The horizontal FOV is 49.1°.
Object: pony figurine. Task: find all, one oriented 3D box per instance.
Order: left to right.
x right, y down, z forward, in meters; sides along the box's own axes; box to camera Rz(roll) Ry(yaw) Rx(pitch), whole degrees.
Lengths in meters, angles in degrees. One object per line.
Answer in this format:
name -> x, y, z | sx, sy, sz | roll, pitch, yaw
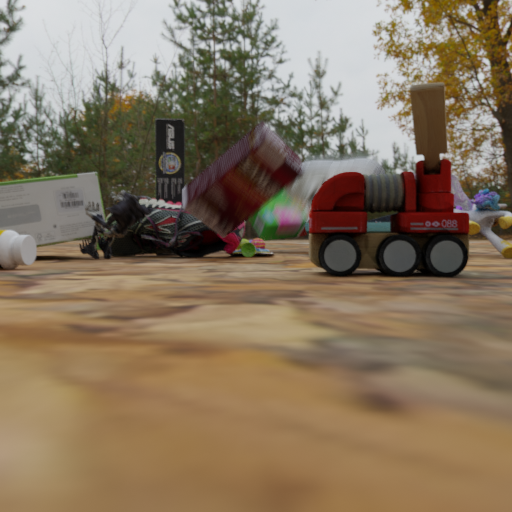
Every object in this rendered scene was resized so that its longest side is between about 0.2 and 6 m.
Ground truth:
pony figurine -> 4.059, -0.704, 11.222 | 2.135, 1.842, 2.212 | 0, 26, 12

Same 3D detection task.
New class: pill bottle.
pill bottle -> -3.230, -0.070, 6.944 | 0.884, 0.497, 0.497 | 0, 2, 8

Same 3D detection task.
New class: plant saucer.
plant saucer -> 2.288, -0.366, 12.530 | 2.558, 0.894, 0.243 | 3, 48, 37

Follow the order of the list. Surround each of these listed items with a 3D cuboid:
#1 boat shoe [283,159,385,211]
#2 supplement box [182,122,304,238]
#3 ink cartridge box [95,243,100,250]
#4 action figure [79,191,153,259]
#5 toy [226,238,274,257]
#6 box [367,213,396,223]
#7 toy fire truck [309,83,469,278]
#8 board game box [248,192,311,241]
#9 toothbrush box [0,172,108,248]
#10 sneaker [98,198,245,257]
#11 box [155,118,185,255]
boat shoe -> 1.310, -1.263, 11.368 | 2.600, 0.960, 1.108 | 4, 42, 48
supplement box -> -0.241, -1.232, 9.407 | 1.870, 0.569, 1.018 | -37, -52, 22
ink cartridge box -> -4.012, -0.374, 16.279 | 1.421, 0.421, 0.738 | 0, 2, -8
action figure -> -2.429, -0.651, 9.492 | 1.619, 0.826, 0.962 | -46, -20, 31
toy -> -0.099, -0.171, 11.438 | 0.916, 0.376, 1.591 | 1, 2, 3
box -> 3.295, -0.571, 12.745 | 2.310, 0.435, 1.578 | -15, -15, 42
toy fire truck -> 1.398, -0.726, 5.896 | 1.649, 1.874, 1.205 | 1, 1, 4
board game box -> 0.914, -1.378, 14.217 | 2.660, 0.536, 2.036 | -8, 48, -30
toothbrush box -> -4.270, -0.717, 10.365 | 2.001, 1.183, 2.748 | -13, 6, -36
sneaker -> -1.676, -0.462, 10.755 | 2.945, 1.099, 1.187 | -10, -42, 12
box -> -1.987, -1.467, 12.767 | 0.636, 2.875, 2.303 | 0, 1, -11
